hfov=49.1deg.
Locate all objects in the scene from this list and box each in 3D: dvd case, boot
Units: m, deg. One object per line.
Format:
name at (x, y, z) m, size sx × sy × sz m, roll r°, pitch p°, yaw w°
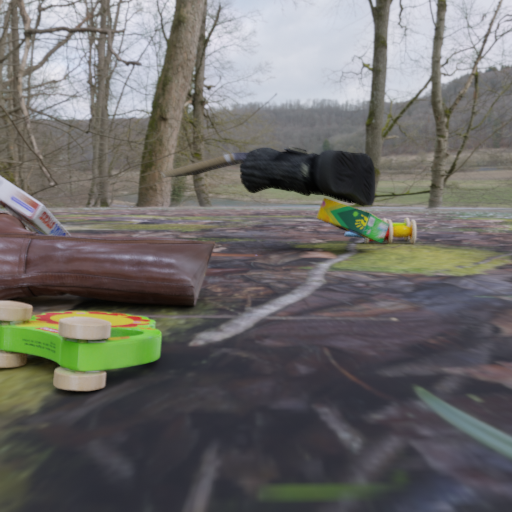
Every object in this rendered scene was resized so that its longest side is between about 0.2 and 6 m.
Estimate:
dvd case at (-1.074, -2.249, 13.869) m, size 2.085 × 0.167 × 1.550 m, roll -10°, pitch 5°, yaw 29°
boot at (1.277, -1.840, 12.811) m, size 2.268 × 1.141 × 3.033 m, roll 4°, pitch -2°, yaw 34°
boot at (-2.103, 0.003, 7.209) m, size 3.092 × 0.993 × 2.881 m, roll -3°, pitch 19°, yaw -7°

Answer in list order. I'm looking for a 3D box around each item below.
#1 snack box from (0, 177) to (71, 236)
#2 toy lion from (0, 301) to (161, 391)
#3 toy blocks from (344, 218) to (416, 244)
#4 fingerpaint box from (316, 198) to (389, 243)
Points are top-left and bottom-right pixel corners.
snack box at (-3.590, -0.611, 9.085) m, size 0.922 × 0.312 × 2.564 m, roll 32°, pitch -13°, yaw 0°
toy lion at (-1.313, 0.635, 4.475) m, size 1.434 × 0.492 × 1.374 m, roll 5°, pitch 0°, yaw 35°
toy blocks at (3.182, -0.664, 14.715) m, size 1.752 × 0.636 × 1.460 m, roll 0°, pitch 7°, yaw 4°
fingerpaint box at (2.101, -0.742, 12.095) m, size 1.117 × 0.491 × 1.339 m, roll 23°, pitch 4°, yaw 30°
